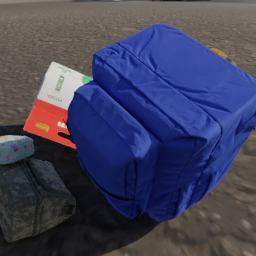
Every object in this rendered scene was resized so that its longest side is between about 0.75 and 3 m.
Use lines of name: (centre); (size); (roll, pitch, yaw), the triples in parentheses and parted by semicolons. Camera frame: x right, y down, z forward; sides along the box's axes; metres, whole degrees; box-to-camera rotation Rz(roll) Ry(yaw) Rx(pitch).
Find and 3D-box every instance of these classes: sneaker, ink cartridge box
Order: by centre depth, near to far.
ink cartridge box: (-1.092, -0.512, 6.875); (2.261, 0.704, 2.810); (22, 25, -17)
sneaker: (2.483, -0.849, 7.270); (0.910, 2.418, 1.066); (-36, 6, -35)

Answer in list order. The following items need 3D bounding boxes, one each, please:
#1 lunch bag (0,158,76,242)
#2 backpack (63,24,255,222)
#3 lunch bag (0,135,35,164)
lunch bag: (-1.694, 1.165, 5.027); (1.162, 0.965, 1.385); (0, 24, -38)
backpack: (0.366, 0.188, 4.658); (2.373, 2.827, 2.298); (-28, 57, -17)
lunch bag: (-2.197, 0.389, 5.010); (0.876, 0.338, 0.703); (2, 18, 26)
